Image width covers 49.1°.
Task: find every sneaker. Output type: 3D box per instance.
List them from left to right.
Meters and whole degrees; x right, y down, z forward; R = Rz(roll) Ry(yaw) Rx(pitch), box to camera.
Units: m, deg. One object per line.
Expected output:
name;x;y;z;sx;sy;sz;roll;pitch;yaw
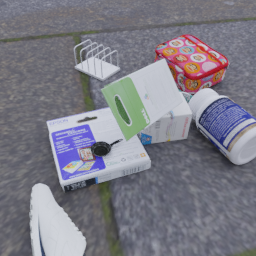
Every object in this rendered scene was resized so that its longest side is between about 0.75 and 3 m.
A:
sneaker;-1.504;2.333;5.949;1.076;1.021;2.674;-8;49;-22
sneaker;1.844;-1.241;10.106;1.078;0.418;0.492;15;41;14

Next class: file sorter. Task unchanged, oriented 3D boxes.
file sorter;-1.271;-2.783;11.337;1.570;0.977;1.089;28;50;26

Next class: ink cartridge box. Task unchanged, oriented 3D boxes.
ink cartridge box;-0.933;0.463;8.129;2.446;0.536;2.469;-14;47;-15
ink cartridge box;0.239;-0.671;6.578;0.696;1.219;2.349;-14;15;47
ink cartridge box;1.021;-0.302;8.539;1.488;1.096;1.077;-6;46;-8

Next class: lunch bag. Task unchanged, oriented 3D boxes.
lunch bag;2.544;-2.601;10.982;2.287;1.064;2.597;-26;52;-20

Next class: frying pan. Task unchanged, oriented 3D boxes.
frying pan;-0.623;0.480;7.643;0.556;0.149;0.918;28;47;24

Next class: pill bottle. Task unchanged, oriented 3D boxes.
pill bottle;2.828;-0.133;8.218;1.317;1.317;2.277;-19;46;-19
